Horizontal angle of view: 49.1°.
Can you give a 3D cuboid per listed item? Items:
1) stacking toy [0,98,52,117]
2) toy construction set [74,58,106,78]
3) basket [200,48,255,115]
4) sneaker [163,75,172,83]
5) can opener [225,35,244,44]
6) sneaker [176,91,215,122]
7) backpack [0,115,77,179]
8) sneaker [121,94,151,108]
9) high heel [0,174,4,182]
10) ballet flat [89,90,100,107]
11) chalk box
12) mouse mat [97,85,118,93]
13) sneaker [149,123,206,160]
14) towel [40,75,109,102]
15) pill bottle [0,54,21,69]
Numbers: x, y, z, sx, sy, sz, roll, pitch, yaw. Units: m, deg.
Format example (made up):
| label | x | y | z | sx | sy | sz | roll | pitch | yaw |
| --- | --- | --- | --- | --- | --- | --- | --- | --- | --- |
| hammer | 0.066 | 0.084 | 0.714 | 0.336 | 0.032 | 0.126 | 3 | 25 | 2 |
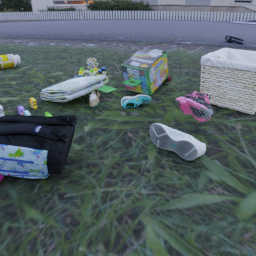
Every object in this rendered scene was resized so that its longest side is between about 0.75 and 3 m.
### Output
| label | x | y | z | sx | sy | sz | roll | pitch | yaw |
| --- | --- | --- | --- | --- | --- | --- | --- | --- | --- |
| stacking toy | -4.251 | -0.627 | 11.501 | 1.589 | 0.495 | 2.108 | -20 | 34 | -34 |
| toy construction set | -2.086 | -3.177 | 16.071 | 1.491 | 1.048 | 2.275 | 5 | 38 | 11 |
| basket | 4.997 | -2.273 | 12.818 | 2.762 | 2.221 | 2.737 | 21 | 33 | 34 |
| sneaker | 1.648 | -2.747 | 15.614 | 1.545 | 0.546 | 0.755 | 10 | 28 | 24 |
| can opener | 10.177 | -8.443 | 26.738 | 0.807 | 0.650 | 2.052 | -17 | 31 | -31 |
| sneaker | 1.973 | -0.698 | 7.689 | 0.819 | 0.679 | 1.718 | -29 | 20 | -4 |
| backpack | -3.005 | 0.476 | 8.080 | 2.614 | 2.009 | 2.132 | 13 | 34 | -8 |
| sneaker | 0.382 | -1.123 | 12.615 | 1.391 | 0.539 | 0.554 | -10 | 46 | -7 |
| high heel | -4.124 | 1.156 | 7.888 | 0.795 | 0.557 | 1.653 | -28 | 52 | -27 |
| ballet flat | -1.602 | -1.419 | 13.016 | 0.514 | 0.476 | 1.457 | -20 | 25 | 5 |
| chalk box | 0.764 | -2.734 | 14.163 | 1.562 | 1.555 | 2.511 | 20 | 52 | 31 |
| mouse mat | -1.162 | -2.070 | 14.848 | 1.030 | 0.039 | 0.829 | 25 | 36 | 38 |
| sneaker | 1.600 | 0.432 | 9.300 | 0.856 | 0.751 | 2.136 | -7 | 29 | -44 |
| towel | -2.565 | -1.897 | 13.411 | 2.260 | 0.636 | 2.641 | 7 | 28 | 42 |
| pill bottle | -7.980 | -4.405 | 18.528 | 1.547 | 0.870 | 0.870 | -18 | 32 | -33 |
